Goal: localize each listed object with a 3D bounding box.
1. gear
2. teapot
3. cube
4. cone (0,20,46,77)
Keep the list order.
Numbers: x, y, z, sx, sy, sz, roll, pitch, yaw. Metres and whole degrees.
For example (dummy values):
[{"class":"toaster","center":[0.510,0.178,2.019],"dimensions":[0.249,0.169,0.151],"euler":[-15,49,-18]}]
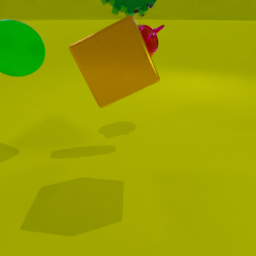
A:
[{"class":"gear","center":[0.006,-3.448,6.856],"dimensions":[1.489,1.489,0.275],"euler":[-6,-5,-15]},{"class":"teapot","center":[0.465,-2.533,8.143],"dimensions":[0.863,1.096,1.763],"euler":[-11,30,49]},{"class":"cube","center":[-0.216,-1.206,5.065],"dimensions":[1.142,1.142,1.142],"euler":[-24,17,7]},{"class":"cone","center":[-2.812,-2.253,7.067],"dimensions":[1.403,1.403,1.408],"euler":[-5,40,-12]}]
